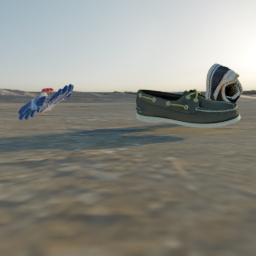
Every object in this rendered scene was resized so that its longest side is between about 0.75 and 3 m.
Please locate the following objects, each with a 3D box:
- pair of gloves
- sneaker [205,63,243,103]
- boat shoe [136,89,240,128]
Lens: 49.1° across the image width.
[{"bbox_3d":[-2.481,-0.822,8.727,1.513,0.214,1.882,-37,-6,29],"label":"pair of gloves"},{"bbox_3d":[2.957,-0.903,8.731,0.913,2.300,0.902,33,68,34],"label":"sneaker"},{"bbox_3d":[1.339,-0.534,6.719,2.548,0.762,0.911,5,23,28],"label":"boat shoe"}]
